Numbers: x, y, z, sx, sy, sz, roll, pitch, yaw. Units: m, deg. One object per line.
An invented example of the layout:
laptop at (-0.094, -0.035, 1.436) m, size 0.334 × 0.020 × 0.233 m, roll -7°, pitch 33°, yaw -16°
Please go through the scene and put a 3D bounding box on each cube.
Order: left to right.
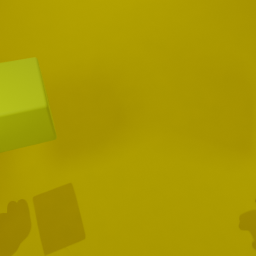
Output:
cube at (-1.777, -0.347, 4.442) m, size 0.998 × 0.998 × 0.998 m, roll -14°, pitch 61°, yaw -13°
